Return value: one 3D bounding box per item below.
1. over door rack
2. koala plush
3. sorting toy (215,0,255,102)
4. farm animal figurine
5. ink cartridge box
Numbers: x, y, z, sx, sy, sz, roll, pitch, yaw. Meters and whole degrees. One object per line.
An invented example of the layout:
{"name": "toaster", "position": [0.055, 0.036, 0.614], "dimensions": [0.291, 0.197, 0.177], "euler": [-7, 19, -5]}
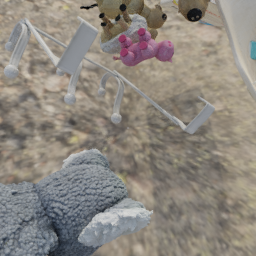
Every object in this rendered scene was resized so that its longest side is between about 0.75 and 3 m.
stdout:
{"name": "over door rack", "position": [-0.555, -0.685, 4.148], "dimensions": [2.872, 2.122, 0.957], "euler": [31, 97, 53]}
{"name": "koala plush", "position": [-0.926, 1.122, 3.290], "dimensions": [2.188, 2.011, 1.940], "euler": [-24, 27, -14]}
{"name": "sorting toy", "position": [2.524, -1.846, 4.526], "dimensions": [2.324, 1.242, 2.092], "euler": [-34, 97, 15]}
{"name": "farm animal figurine", "position": [0.545, -1.977, 4.323], "dimensions": [2.444, 1.229, 1.974], "euler": [-44, 60, 5]}
{"name": "ink cartridge box", "position": [1.938, -3.002, 6.358], "dimensions": [1.559, 0.919, 2.709], "euler": [15, 18, -17]}
